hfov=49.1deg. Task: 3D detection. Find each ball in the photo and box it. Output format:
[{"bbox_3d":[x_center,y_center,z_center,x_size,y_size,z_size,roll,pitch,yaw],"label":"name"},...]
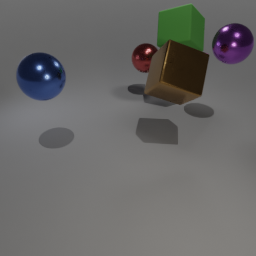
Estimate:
[{"bbox_3d":[0.865,-3.373,13.537,1.400,1.400,1.400,0,31,0],"label":"ball"},{"bbox_3d":[3.699,-2.967,9.917,1.400,1.400,1.400,0,31,0],"label":"ball"},{"bbox_3d":[-2.536,-1.500,8.227,1.400,1.400,1.400,0,31,0],"label":"ball"}]

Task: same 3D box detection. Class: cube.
[{"bbox_3d":[1.504,-1.687,8.861,1.400,1.400,1.400,16,-11,-14],"label":"cube"},{"bbox_3d":[2.109,-3.810,11.087,1.400,1.400,1.400,1,-4,36],"label":"cube"}]
